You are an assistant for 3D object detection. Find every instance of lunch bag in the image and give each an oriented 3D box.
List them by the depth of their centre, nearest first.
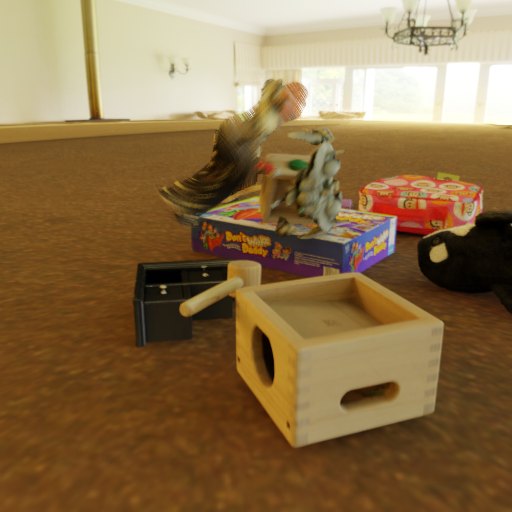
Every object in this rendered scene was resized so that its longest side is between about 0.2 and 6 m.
[{"bbox_3d":[3.713,-1.124,12.775,2.660,1.090,2.343,9,20,25],"label":"lunch bag"}]

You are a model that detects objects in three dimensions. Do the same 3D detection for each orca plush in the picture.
[{"bbox_3d":[4.259,0.486,8.313,3.903,1.387,2.053,12,-24,21],"label":"orca plush"}]

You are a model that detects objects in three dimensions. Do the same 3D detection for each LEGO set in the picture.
[{"bbox_3d":[0.835,-1.234,8.521,0.880,2.017,3.106,8,-6,29],"label":"LEGO set"}]

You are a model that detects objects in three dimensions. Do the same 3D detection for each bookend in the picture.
[{"bbox_3d":[-0.949,0.617,7.953,1.498,0.694,1.507,-2,18,-8],"label":"bookend"}]

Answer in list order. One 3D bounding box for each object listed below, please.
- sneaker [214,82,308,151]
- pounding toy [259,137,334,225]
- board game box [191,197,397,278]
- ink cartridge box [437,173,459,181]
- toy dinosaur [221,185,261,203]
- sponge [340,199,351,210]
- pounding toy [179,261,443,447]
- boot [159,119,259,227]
[{"bbox_3d":[0.182,-2.449,10.226,2.020,0.784,1.132,-23,8,40],"label":"sneaker"},{"bbox_3d":[0.759,-1.380,10.058,1.238,1.345,0.956,2,40,-10],"label":"pounding toy"},{"bbox_3d":[0.726,-0.435,11.152,3.412,0.764,2.294,12,21,33],"label":"board game box"},{"bbox_3d":[4.839,-1.615,14.512,0.238,0.992,0.722,-7,19,-30],"label":"ink cartridge box"},{"bbox_3d":[-0.735,-1.929,16.231,3.139,0.914,1.587,-4,32,12],"label":"toy dinosaur"},{"bbox_3d":[2.355,-1.405,15.293,0.471,0.126,0.843,4,18,10],"label":"sponge"},{"bbox_3d":[0.286,0.925,6.186,2.232,1.162,2.541,-7,19,-20],"label":"pounding toy"},{"bbox_3d":[-0.807,-1.289,9.301,1.618,0.787,2.150,-34,-8,-5],"label":"boot"}]
